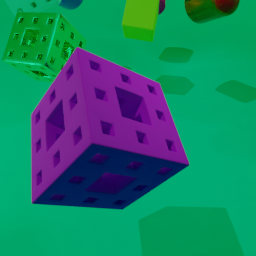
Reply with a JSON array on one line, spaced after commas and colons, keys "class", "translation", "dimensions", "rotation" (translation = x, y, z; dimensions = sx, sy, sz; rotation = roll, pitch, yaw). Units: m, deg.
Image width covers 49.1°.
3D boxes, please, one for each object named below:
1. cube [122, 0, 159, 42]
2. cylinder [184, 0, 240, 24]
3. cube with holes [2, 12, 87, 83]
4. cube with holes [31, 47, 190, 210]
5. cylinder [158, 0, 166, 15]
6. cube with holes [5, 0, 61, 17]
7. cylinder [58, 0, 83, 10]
[{"class": "cube", "translation": [0.378, -3.202, 8.257], "dimensions": [0.913, 0.913, 0.913], "rotation": [11, -4, 5]}, {"class": "cylinder", "translation": [2.230, -3.426, 7.470], "dimensions": [1.042, 1.042, 1.042], "rotation": [-22, 16, -24]}, {"class": "cube with holes", "translation": [-1.870, -1.792, 6.454], "dimensions": [1.176, 1.176, 1.176], "rotation": [11, 82, 22]}, {"class": "cube with holes", "translation": [-0.311, 0.112, 3.406], "dimensions": [1.265, 1.265, 1.265], "rotation": [16, 46, -36]}, {"class": "cylinder", "translation": [0.768, -4.780, 10.010], "dimensions": [1.130, 1.130, 1.130], "rotation": [1, 78, 1]}, {"class": "cube with holes", "translation": [-2.484, -3.732, 7.175], "dimensions": [1.216, 1.216, 1.216], "rotation": [-16, 39, 14]}, {"class": "cylinder", "translation": [-1.920, -4.143, 8.415], "dimensions": [0.940, 0.940, 0.940], "rotation": [11, 13, 12]}]
